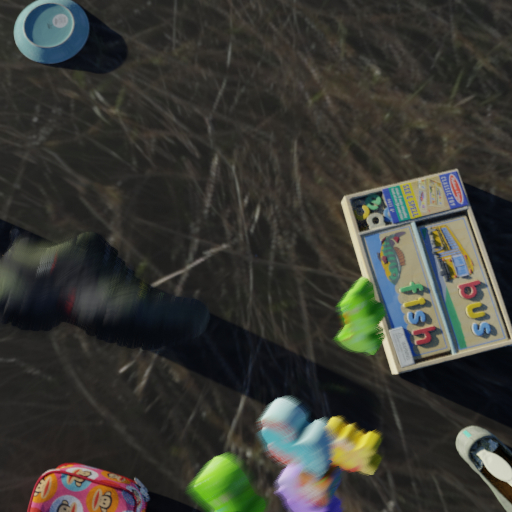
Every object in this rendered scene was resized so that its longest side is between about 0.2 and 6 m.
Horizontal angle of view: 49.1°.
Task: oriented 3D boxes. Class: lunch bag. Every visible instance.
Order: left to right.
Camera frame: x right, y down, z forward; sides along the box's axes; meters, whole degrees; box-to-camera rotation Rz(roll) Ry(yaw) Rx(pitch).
[{"bbox_3d":[-2.522,4.339,8.331,1.891,0.880,2.147,15,78,3],"label":"lunch bag"}]

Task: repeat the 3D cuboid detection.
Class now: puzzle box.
[{"bbox_3d":[2.881,0.234,9.491,2.088,0.399,3.139,-14,78,-4],"label":"puzzle box"}]

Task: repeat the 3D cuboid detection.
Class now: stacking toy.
[{"bbox_3d":[0.483,2.275,6.113,0.826,3.517,2.652,18,47,29],"label":"stacking toy"}]

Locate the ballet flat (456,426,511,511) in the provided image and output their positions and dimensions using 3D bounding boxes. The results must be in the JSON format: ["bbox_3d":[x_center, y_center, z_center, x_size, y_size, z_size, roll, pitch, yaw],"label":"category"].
[{"bbox_3d":[4.015,3.572,8.586,2.224,0.708,0.749,44,89,8],"label":"ballet flat"}]

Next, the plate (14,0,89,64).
[{"bbox_3d":[-3.902,-4.328,10.618,1.431,0.183,1.431,0,77,1],"label":"plate"}]

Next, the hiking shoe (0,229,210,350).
[{"bbox_3d":[-1.636,0.259,6.105,2.376,0.900,1.196,12,57,-10],"label":"hiking shoe"}]
